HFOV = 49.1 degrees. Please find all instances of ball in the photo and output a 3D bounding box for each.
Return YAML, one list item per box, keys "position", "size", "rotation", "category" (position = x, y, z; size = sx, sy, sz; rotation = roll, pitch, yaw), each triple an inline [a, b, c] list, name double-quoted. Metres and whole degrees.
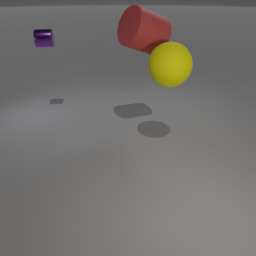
- position: [1.345, -2.022, 8.949]
  size: [1.400, 1.400, 1.400]
  rotation: [0, 27, 0]
  category: "ball"

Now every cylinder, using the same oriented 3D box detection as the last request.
- position: [0.566, -3.443, 9.955]
  size: [1.400, 1.400, 1.400]
  rotation: [6, 19, -37]
  category: "cylinder"
- position: [-3.420, -3.657, 11.413]
  size: [0.700, 0.700, 0.700]
  rotation: [-3, 27, -6]
  category: "cylinder"
